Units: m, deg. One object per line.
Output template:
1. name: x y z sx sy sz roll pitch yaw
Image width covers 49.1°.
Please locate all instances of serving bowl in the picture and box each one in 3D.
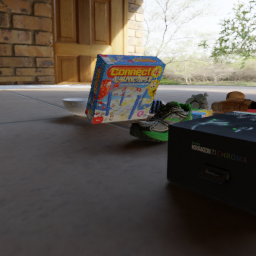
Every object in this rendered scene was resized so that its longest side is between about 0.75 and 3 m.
1. serving bowl: -2.012 -1.053 14.201 2.515 0.827 2.515 0 9 0

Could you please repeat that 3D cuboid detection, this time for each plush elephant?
1. plush elephant: 3.660 -1.231 14.932 1.121 1.192 1.448 -40 -14 -13

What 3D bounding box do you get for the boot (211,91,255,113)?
1. boot: 6.140 -1.313 15.019 2.782 1.025 2.153 -25 19 -32

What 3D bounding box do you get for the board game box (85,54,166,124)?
1. board game box: -0.141 -1.656 12.052 2.927 2.865 0.818 -7 43 -31

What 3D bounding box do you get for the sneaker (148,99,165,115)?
1. sneaker: 1.092 -1.029 14.372 1.051 0.975 2.594 10 4 -42

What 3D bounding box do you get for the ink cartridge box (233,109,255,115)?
1. ink cartridge box: 4.849 -0.332 9.572 2.266 0.705 2.816 9 31 38

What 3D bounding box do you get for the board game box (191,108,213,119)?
1. board game box: 3.127 -0.633 13.380 1.369 0.361 1.789 7 13 31

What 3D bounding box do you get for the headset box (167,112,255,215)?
1. headset box: 2.351 0.514 5.484 2.641 1.225 2.299 -10 16 -41

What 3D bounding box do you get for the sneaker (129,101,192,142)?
1. sneaker: 1.125 -0.265 9.355 1.136 1.240 2.911 10 16 41
